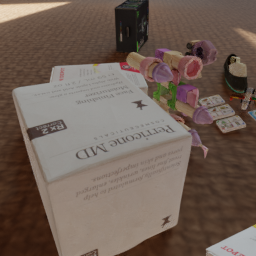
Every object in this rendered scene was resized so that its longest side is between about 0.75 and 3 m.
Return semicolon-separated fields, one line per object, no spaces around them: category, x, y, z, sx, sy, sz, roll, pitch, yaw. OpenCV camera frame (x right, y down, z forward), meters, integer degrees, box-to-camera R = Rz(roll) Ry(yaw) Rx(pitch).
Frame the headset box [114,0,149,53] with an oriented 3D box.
headset box;0.200;-5.013;13.707;1.093;2.052;2.357;10;36;16

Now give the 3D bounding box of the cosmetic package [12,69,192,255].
cosmetic package;-0.637;0.609;5.540;2.365;2.367;2.869;-17;39;-22

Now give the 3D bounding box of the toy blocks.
toy blocks;1.577;-0.821;7.521;2.688;2.512;2.263;-17;35;-27

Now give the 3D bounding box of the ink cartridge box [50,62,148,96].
ink cartridge box;-0.941;-1.151;9.003;2.874;1.230;2.121;-5;36;-4

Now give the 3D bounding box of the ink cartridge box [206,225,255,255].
ink cartridge box;2.562;2.060;4.198;2.174;0.931;1.604;-17;3;-20

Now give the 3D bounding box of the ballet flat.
ballet flat;4.166;-2.263;10.932;0.795;0.800;2.339;6;36;1

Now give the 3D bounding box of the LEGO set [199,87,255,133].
LEGO set;3.745;-0.598;9.086;2.373;0.582;1.772;-16;40;-5
